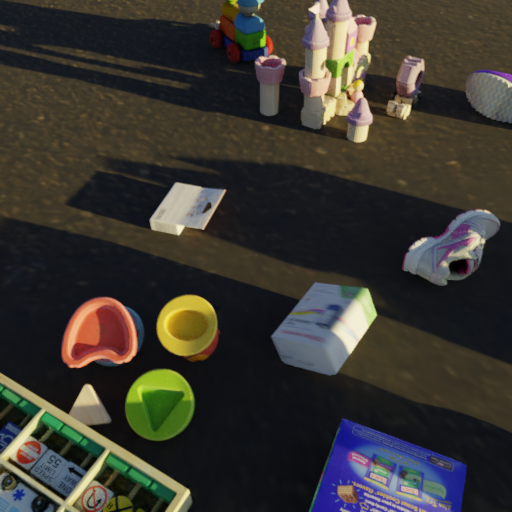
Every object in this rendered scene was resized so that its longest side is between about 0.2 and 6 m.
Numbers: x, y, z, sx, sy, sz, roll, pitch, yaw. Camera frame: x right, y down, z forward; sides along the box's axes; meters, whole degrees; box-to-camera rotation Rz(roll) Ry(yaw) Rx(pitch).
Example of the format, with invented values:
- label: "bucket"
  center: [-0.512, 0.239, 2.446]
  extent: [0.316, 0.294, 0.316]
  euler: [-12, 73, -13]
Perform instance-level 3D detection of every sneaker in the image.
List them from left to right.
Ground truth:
- label: "sneaker"
  center: [3.135, -0.053, 8.588]
  extent: [1.773, 0.721, 0.782]
  euler: [-30, 52, -16]
- label: "sneaker"
  center: [5.748, -3.359, 11.925]
  extent: [2.487, 0.865, 1.237]
  euler: [28, 45, 21]

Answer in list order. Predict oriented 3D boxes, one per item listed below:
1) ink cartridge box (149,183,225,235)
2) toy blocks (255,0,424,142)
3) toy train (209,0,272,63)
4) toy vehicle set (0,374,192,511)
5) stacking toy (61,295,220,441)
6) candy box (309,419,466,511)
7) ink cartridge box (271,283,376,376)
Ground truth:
- label: "ink cartridge box"
  center: [-1.149, -0.790, 9.593]
  extent: [0.975, 0.248, 1.107]
  euler: [11, 45, 14]
- label: "toy blocks"
  center: [1.841, -4.218, 11.544]
  extent: [2.952, 2.485, 2.759]
  euler: [24, 49, 23]
- label: "toy train"
  center: [-0.649, -6.151, 14.191]
  extent: [1.151, 1.573, 2.719]
  euler: [-21, 48, -21]
- label: "toy vehicle set"
  center: [-2.446, 2.598, 5.900]
  extent: [3.021, 0.400, 1.877]
  euler: [22, 53, 21]
- label: "stacking toy"
  center: [-1.451, 1.433, 7.239]
  extent: [1.958, 0.827, 1.773]
  euler: [2, 71, 8]
- label: "candy box"
  center: [1.255, 2.723, 5.706]
  extent: [1.405, 0.640, 1.662]
  euler: [18, 46, 15]
- label: "ink cartridge box"
  center: [0.912, 0.935, 7.447]
  extent: [0.868, 0.522, 1.194]
  euler: [5, 41, 41]
